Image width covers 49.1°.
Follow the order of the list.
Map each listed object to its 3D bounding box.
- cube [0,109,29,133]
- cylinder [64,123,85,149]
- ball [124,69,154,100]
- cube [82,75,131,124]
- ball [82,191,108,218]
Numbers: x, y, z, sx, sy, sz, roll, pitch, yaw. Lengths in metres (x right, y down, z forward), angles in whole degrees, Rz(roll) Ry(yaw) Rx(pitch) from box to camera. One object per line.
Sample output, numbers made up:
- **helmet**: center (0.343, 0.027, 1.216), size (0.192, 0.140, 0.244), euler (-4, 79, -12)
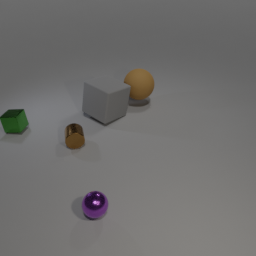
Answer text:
- **cube**: center (-4.457, -0.282, 10.998), size (0.700, 0.700, 0.700), euler (-1, 30, 11)
- **cylinder**: center (-1.953, 0.295, 10.224), size (0.700, 0.700, 0.700), euler (-7, 33, -11)
- **ball**: center (0.494, -1.973, 12.661), size (1.400, 1.400, 1.400), euler (0, 32, 0)
- **cube**: center (-0.926, -1.231, 11.774), size (1.400, 1.400, 1.400), euler (29, 35, 29)
- **ball**: center (-0.862, 2.004, 7.348), size (0.700, 0.700, 0.700), euler (0, 32, 0)
